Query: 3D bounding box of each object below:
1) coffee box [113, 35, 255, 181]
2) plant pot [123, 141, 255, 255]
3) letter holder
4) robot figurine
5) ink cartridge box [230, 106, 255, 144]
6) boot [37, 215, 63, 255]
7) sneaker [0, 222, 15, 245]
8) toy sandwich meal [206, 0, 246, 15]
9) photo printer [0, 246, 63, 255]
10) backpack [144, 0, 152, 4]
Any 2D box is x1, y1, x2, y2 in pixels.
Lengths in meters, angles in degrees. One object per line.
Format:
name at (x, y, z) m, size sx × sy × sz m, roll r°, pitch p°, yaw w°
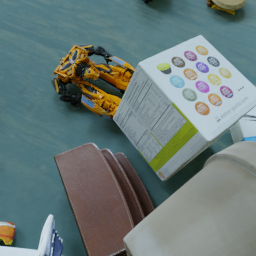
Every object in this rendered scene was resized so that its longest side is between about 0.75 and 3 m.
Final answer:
coffee box at (1.282, -0.462, 6.653) m, size 2.144 × 2.147 × 2.124 m, roll -31°, pitch 73°, yaw -31°
plant pot at (1.300, 1.851, 4.034) m, size 2.326 × 2.681 × 2.681 m, roll -23°, pitch 64°, yaw -13°
letter holder at (-0.373, 1.603, 6.469) m, size 1.788 × 1.265 × 2.515 m, roll -22°, pitch 61°, yaw -11°
robot figurine at (-0.872, -1.404, 8.264) m, size 2.918 × 0.849 × 2.116 m, roll 30°, pitch 78°, yaw 12°
ink cartridge box at (3.535, -0.233, 7.853) m, size 1.257 × 0.735 × 2.167 m, roll -5°, pitch 62°, yaw -3°
boot at (-1.634, 2.413, 6.085) m, size 0.471 × 0.379 × 1.043 m, roll 23°, pitch 36°, yaw -18°
sneaker at (-3.463, 2.478, 6.499) m, size 1.580 × 0.577 × 0.609 m, roll 1°, pitch 65°, yaw 2°
toy sandwich meal at (3.647, -4.803, 10.477) m, size 1.491 × 0.511 × 1.491 m, roll 1°, pitch 64°, yaw -3°
photo printer at (-2.250, 3.459, 5.854) m, size 2.083 × 0.723 × 1.733 m, roll 4°, pitch 58°, yaw 2°
backpack at (0.978, -5.622, 10.504) m, size 1.348 × 1.415 × 1.090 m, roll -21°, pitch 51°, yaw -15°
